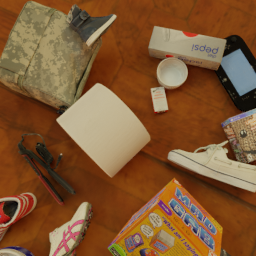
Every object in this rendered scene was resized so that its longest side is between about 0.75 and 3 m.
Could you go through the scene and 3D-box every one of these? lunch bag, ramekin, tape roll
[{"bbox_3d":[-2.373,-2.131,9.007,2.444,2.031,2.914,20,79,6],"label":"lunch bag"},{"bbox_3d":[1.501,-1.844,9.715,1.045,0.549,1.045,0,79,0],"label":"ramekin"},{"bbox_3d":[-0.724,0.087,8.374,1.637,2.385,2.385,-44,82,-9],"label":"tape roll"}]

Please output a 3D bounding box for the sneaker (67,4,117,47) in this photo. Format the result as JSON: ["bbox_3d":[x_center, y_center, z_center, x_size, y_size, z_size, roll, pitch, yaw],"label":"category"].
[{"bbox_3d":[-1.099,-3.286,8.391,1.163,0.612,1.610,42,52,-9],"label":"sneaker"}]

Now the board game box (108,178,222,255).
[{"bbox_3d":[1.089,2.973,7.613,1.973,1.972,1.971,46,111,9],"label":"board game box"}]

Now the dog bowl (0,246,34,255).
[{"bbox_3d":[-3.578,4.537,8.272,1.882,0.741,1.882,0,78,0],"label":"dog bowl"}]

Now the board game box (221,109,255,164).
[{"bbox_3d":[4.012,0.261,9.169,1.213,0.737,1.522,-20,79,-4],"label":"board game box"}]

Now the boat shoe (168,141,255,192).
[{"bbox_3d":[2.783,0.964,8.796,2.954,1.091,1.260,19,85,1],"label":"boat shoe"}]

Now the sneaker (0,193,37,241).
[{"bbox_3d":[-3.946,2.837,8.310,2.420,1.361,0.862,-42,81,-8],"label":"sneaker"}]

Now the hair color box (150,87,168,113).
[{"bbox_3d":[1.074,-0.967,9.675,0.467,0.269,0.843,-8,80,-1],"label":"hair color box"}]

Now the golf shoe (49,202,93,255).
[{"bbox_3d":[-1.855,3.269,8.493,1.058,0.834,2.298,24,79,5],"label":"golf shoe"}]

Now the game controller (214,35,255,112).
[{"bbox_3d":[3.858,-1.906,9.720,1.406,0.568,2.696,-26,79,-6],"label":"game controller"}]

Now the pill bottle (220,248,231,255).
[{"bbox_3d":[3.130,4.720,7.874,2.758,1.465,1.465,39,81,7],"label":"pill bottle"}]

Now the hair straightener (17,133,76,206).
[{"bbox_3d":[-2.589,1.155,9.170,1.059,0.563,2.751,-40,77,-8],"label":"hair straightener"}]

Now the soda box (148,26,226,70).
[{"bbox_3d":[1.987,-2.729,9.584,2.458,0.780,0.839,15,86,11],"label":"soda box"}]
